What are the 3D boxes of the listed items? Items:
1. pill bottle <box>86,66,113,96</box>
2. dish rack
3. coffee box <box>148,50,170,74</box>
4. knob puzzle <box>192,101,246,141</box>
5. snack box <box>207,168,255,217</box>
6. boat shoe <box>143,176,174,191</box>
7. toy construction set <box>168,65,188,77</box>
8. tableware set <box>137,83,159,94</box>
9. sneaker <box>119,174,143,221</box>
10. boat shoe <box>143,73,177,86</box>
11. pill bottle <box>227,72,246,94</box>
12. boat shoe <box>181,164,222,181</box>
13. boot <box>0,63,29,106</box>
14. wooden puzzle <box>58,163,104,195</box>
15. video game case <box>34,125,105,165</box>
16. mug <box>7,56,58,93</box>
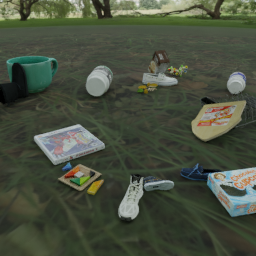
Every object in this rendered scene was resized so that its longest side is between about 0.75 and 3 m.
[{"bbox_3d":[-1.558,-2.547,15.207,1.217,1.217,2.151,2,26,5],"label":"pill bottle"},{"bbox_3d":[4.896,-0.922,12.111,2.954,0.806,2.266,-16,30,-12],"label":"dish rack"},{"bbox_3d":[1.842,-3.780,16.991,0.666,1.670,0.955,-10,64,-18],"label":"coffee box"},{"bbox_3d":[3.359,-0.192,10.718,2.272,0.315,2.272,-28,27,16],"label":"knob puzzle"},{"bbox_3d":[3.483,1.618,7.543,2.276,0.422,1.322,-6,26,-11],"label":"snack box"},{"bbox_3d":[0.847,1.522,7.872,0.841,0.298,0.382,-4,30,-2],"label":"boat shoe"},{"bbox_3d":[3.163,-3.817,18.491,1.396,0.643,0.915,17,54,46],"label":"toy construction set"},{"bbox_3d":[1.111,-2.248,15.788,1.020,0.232,1.514,5,27,17],"label":"tableware set"},{"bbox_3d":[0.074,1.640,7.082,0.513,0.783,1.360,6,27,13],"label":"sneaker"},{"bbox_3d":[1.906,-2.931,16.599,2.079,0.694,0.765,0,26,0],"label":"boat shoe"},{"bbox_3d":[5.926,-2.427,15.309,0.934,0.934,1.561,11,29,21],"label":"pill bottle"},{"bbox_3d":[2.167,1.272,8.276,1.176,0.404,0.495,4,26,7],"label":"boat shoe"},{"bbox_3d":[-5.717,-2.133,13.662,0.715,1.932,1.583,3,20,27],"label":"boot"},{"bbox_3d":[-1.397,1.416,8.242,1.570,0.184,1.059,13,29,26],"label":"wooden puzzle"},{"bbox_3d":[-2.138,0.510,10.044,1.857,0.234,2.038,-17,31,-31],"label":"video game case"},{"bbox_3d":[-5.143,-2.950,15.524,2.705,1.673,2.223,-8,26,-17],"label":"mug"}]
